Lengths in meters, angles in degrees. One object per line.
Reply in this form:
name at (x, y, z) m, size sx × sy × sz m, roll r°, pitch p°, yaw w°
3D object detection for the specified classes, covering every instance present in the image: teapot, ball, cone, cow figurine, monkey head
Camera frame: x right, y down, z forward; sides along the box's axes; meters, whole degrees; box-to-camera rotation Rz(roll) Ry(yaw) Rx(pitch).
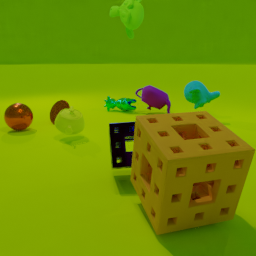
teapot at (1.065, -1.106, 11.060) m, size 1.821 × 0.892 × 1.132 m, roll 30°, pitch 9°, yaw 24°
teapot at (-1.578, -0.205, 7.671) m, size 0.827 × 0.651 × 1.330 m, roll 8°, pitch 31°, yaw -12°
ball at (-3.349, -0.346, 8.593) m, size 0.846 × 0.846 × 0.846 m, roll 0°, pitch 14°, yaw 0°
cone at (-2.089, -0.417, 9.765) m, size 0.885 × 0.885 × 0.889 m, roll 9°, pitch -10°, yaw 32°
cow figurine at (-0.347, -0.997, 11.612) m, size 1.156 × 0.645 × 1.175 m, roll -1°, pitch 6°, yaw -24°
monkey head at (-0.008, -3.368, 8.333) m, size 0.932 × 1.296 × 0.781 m, roll 10°, pitch -3°, yaw 33°
monkey head at (2.553, -1.262, 9.810) m, size 1.126 × 0.943 × 1.564 m, roll -24°, pitch 10°, yaw 22°

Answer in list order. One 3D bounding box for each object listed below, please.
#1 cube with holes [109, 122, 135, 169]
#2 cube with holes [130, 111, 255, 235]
cube with holes at (0.055, 0.332, 5.120) m, size 0.759 × 0.759 × 0.759 m, roll -4°, pitch -10°, yaw -5°
cube with holes at (0.764, 0.533, 3.832) m, size 1.119 × 1.119 × 1.119 m, roll -5°, pitch 29°, yaw -16°
